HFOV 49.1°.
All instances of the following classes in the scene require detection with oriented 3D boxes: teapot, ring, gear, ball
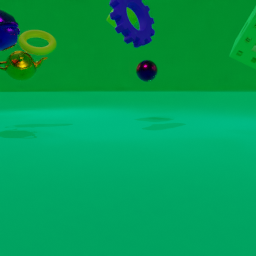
[{"bbox_3d":[-3.572,-2.764,7.981,0.901,1.144,1.840,-12,11,-39],"label":"teapot"},{"bbox_3d":[-3.457,-2.095,9.185,1.608,1.000,0.787,-12,-20,-26],"label":"teapot"},{"bbox_3d":[-3.073,-2.923,9.546,1.229,0.246,1.229,9,49,-11],"label":"ring"},{"bbox_3d":[0.182,-3.718,9.522,0.349,1.887,1.887,-14,-4,43],"label":"gear"},{"bbox_3d":[0.615,-1.869,9.160,0.704,0.704,0.704,0,8,0],"label":"ball"}]

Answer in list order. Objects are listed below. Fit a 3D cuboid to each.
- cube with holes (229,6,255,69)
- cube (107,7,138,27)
[{"bbox_3d":[3.317,-2.172,6.787,1.097,1.097,1.097,28,45,7],"label":"cube with holes"},{"bbox_3d":[-0.156,-4.650,11.561,0.960,0.960,0.960,36,38,-19],"label":"cube"}]
